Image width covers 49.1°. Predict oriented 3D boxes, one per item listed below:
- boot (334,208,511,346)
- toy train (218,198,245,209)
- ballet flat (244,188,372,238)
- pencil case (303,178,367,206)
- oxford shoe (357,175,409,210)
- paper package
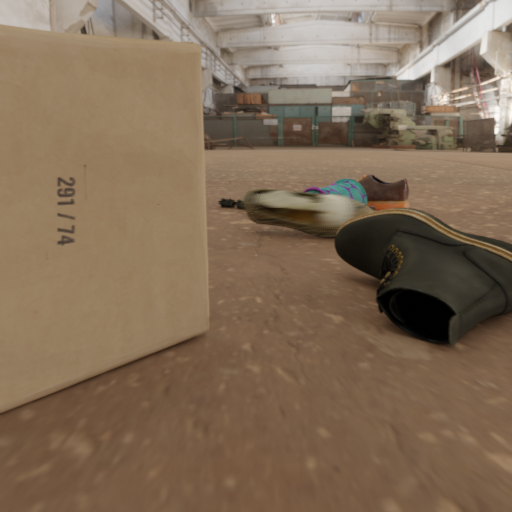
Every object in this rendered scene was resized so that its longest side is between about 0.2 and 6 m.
[{"bbox_3d":[1.728,0.158,7.036,1.995,1.117,2.884,-18,21,-40],"label":"boot"},{"bbox_3d":[-0.343,-1.401,15.159,1.558,0.266,0.357,8,12,29],"label":"toy train"},{"bbox_3d":[1.013,-0.926,11.262,2.691,0.913,1.013,8,-15,13],"label":"ballet flat"},{"bbox_3d":[1.708,-1.199,12.736,1.022,0.941,2.212,37,27,18],"label":"pencil case"},{"bbox_3d":[2.870,-1.772,15.249,2.559,0.933,0.912,5,14,20],"label":"oxford shoe"},{"bbox_3d":[-1.932,-0.484,5.217,1.579,3.052,2.909,12,19,41],"label":"paper package"}]
